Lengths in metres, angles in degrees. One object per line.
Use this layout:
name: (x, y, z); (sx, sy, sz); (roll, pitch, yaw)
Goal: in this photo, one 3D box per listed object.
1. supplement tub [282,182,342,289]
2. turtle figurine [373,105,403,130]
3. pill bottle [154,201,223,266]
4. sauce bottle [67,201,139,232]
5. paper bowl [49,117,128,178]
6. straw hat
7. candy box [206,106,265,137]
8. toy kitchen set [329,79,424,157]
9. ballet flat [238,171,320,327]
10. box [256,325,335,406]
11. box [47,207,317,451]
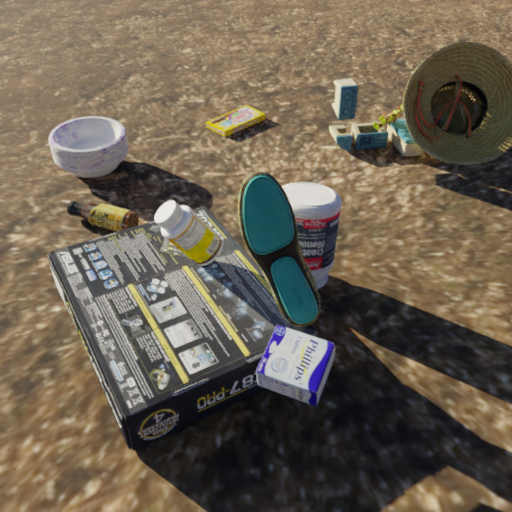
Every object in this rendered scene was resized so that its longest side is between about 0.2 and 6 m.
supplement tub: (0.842, -0.342, 9.945); (1.185, 1.688, 1.185); (2, 31, -1)
turtle figurine: (3.393, -3.519, 14.373); (0.873, 0.348, 1.082); (-34, 10, -31)
pill bottle: (-1.103, -0.381, 9.117); (0.628, 1.150, 0.628); (-25, 42, 25)
sauce bottle: (-3.227, -0.833, 11.717); (1.555, 0.513, 0.513); (12, 41, 18)
paper bowl: (-3.953, -2.535, 13.391); (1.772, 0.922, 1.772); (0, 40, 0)
straw hat: (5.029, -3.728, 14.353); (3.239, 3.239, 1.371); (-7, 1, -8)
candy box: (-0.551, -3.710, 15.367); (1.530, 0.202, 0.782); (-32, 52, -32)
toy kitchen set: (3.043, -3.433, 13.842); (2.149, 1.722, 1.266); (-7, 39, -8)
ballet flat: (0.298, -0.089, 8.237); (0.833, 2.357, 0.833); (-20, 11, 4)
box: (0.538, 1.456, 7.507); (0.856, 0.449, 0.787); (16, 55, 17)
box: (-1.364, 0.843, 9.322); (3.146, 0.959, 3.904); (-22, 45, -23)
